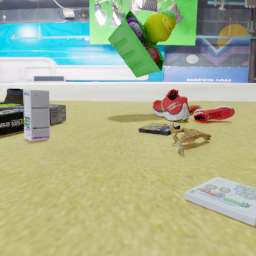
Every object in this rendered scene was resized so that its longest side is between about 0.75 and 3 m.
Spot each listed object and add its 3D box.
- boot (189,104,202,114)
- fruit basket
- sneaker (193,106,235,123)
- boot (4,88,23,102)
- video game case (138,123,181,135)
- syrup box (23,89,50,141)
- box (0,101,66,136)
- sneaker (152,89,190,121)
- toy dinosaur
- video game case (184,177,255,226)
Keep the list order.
[{"bbox_3d":[2.611,-0.720,11.745,1.063,0.399,0.570,-5,19,-2],"label":"boot"},{"bbox_3d":[0.812,-3.486,10.765,2.580,2.580,1.861,2,33,10],"label":"fruit basket"},{"bbox_3d":[3.047,-0.405,9.990,1.448,0.567,0.836,-8,16,23],"label":"sneaker"},{"bbox_3d":[-4.508,-1.286,12.618,1.997,0.968,0.746,-5,26,-32],"label":"boot"},{"bbox_3d":[0.977,0.023,8.551,0.943,0.133,1.044,7,14,30],"label":"video game case"},{"bbox_3d":[-2.404,-0.348,7.372,0.535,1.315,0.518,-4,11,-38],"label":"syrup box"},{"bbox_3d":[-4.105,-0.423,9.319,2.872,0.707,2.974,9,14,27],"label":"box"},{"bbox_3d":[1.724,-0.982,11.019,1.010,1.113,2.622,-3,12,-17],"label":"sneaker"},{"bbox_3d":[1.418,0.198,6.738,0.917,0.522,1.727,12,17,41],"label":"toy dinosaur"},{"bbox_3d":[1.465,0.966,3.906,0.921,0.120,1.011,-10,15,-42],"label":"video game case"}]
